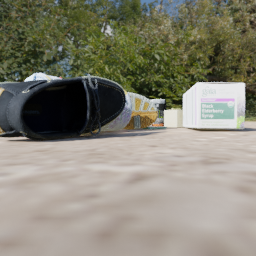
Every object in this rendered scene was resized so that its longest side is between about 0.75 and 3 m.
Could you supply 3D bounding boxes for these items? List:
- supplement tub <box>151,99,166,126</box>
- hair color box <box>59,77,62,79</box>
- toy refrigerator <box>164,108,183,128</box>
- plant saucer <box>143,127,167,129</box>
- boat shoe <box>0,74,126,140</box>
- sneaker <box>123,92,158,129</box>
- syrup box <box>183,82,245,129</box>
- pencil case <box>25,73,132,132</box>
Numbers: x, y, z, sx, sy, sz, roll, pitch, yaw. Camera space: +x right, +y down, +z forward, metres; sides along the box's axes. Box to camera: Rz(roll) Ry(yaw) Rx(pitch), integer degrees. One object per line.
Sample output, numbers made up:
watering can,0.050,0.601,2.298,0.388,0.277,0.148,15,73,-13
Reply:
supplement tub,1.303,-0.651,12.109,0.704,1.148,0.704,0,1,0
hair color box,-2.390,-0.734,8.409,1.020,0.615,2.009,-29,-1,-21
toy refrigerator,2.393,-0.383,10.585,2.012,0.704,0.764,-2,3,-29
plant saucer,0.823,-0.005,8.608,0.835,0.079,0.292,-2,3,-39
boat shoe,-0.836,-0.327,4.519,0.885,1.061,2.845,8,11,35
sneaker,-0.537,-0.507,8.584,2.878,1.088,1.261,1,1,4
syrup box,2.299,-0.544,8.004,1.132,1.171,2.876,0,2,4
pencil case,-0.984,-0.477,6.033,1.080,1.179,2.599,3,4,35
